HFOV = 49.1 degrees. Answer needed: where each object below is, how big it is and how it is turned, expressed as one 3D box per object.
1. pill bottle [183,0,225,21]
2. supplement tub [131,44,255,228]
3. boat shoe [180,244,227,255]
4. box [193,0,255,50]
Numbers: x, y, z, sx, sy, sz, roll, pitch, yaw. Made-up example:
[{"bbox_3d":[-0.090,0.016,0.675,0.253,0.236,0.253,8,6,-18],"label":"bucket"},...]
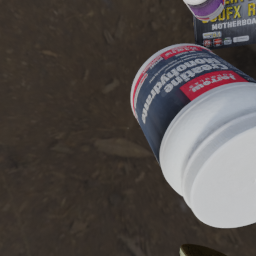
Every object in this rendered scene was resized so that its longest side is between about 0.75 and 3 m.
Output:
[{"bbox_3d":[1.215,-2.264,4.661,0.590,1.058,0.590,-2,86,30],"label":"pill bottle"},{"bbox_3d":[1.322,-0.078,4.793,2.058,2.932,2.058,-7,123,-11],"label":"supplement tub"},{"bbox_3d":[1.624,2.842,4.330,1.097,2.963,0.984,12,93,-17],"label":"boat shoe"},{"bbox_3d":[2.588,-2.754,5.549,2.590,0.626,2.051,-4,116,14],"label":"box"}]
